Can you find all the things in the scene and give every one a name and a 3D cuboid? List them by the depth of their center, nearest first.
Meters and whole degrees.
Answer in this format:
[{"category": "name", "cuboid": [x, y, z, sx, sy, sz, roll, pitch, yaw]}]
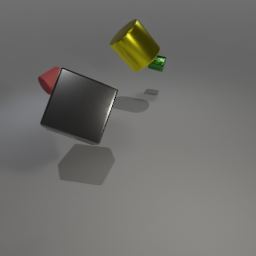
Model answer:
[{"category": "cube", "cuboid": [-1.212, -0.449, 6.964, 1.400, 1.400, 1.400, 20, -7, -10]}, {"category": "cylinder", "cuboid": [-2.441, -1.546, 9.144, 0.700, 0.700, 0.700, 27, 56, 39]}, {"category": "cylinder", "cuboid": [0.257, -3.089, 10.572, 1.400, 1.400, 1.400, -36, 26, 21]}, {"category": "cylinder", "cuboid": [1.359, -3.044, 13.099, 0.700, 0.700, 0.700, 16, 32, 9]}]
